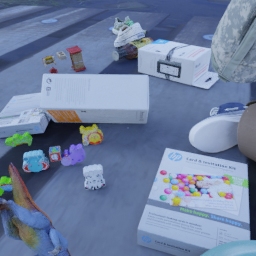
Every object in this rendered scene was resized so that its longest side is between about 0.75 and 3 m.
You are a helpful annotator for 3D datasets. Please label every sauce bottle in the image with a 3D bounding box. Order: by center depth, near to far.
[{"bbox_3d":[0.256,-3.497,12.519,0.736,0.736,2.231,28,41,35],"label":"sauce bottle"}]

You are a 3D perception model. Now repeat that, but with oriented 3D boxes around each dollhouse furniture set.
[{"bbox_3d":[-2.554,-2.622,11.163,1.585,0.853,0.645,-21,39,-19],"label":"dollhouse furniture set"}]

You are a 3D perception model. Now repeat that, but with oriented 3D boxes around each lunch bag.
[{"bbox_3d":[3.025,-2.351,6.025,1.804,2.589,2.172,37,52,13],"label":"lunch bag"}]

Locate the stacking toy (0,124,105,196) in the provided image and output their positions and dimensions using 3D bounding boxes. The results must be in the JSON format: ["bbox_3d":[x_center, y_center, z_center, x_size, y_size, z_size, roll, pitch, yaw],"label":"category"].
[{"bbox_3d":[-1.708,0.717,6.437,2.401,0.564,1.810,-7,33,-7],"label":"stacking toy"}]

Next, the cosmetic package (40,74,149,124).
[{"bbox_3d":[-0.815,-0.748,7.608,2.719,1.379,0.969,1,76,2],"label":"cosmetic package"}]

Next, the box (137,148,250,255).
[{"bbox_3d":[1.358,1.396,5.416,1.803,0.476,2.313,11,34,16],"label":"box"}]

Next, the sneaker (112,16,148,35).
[{"bbox_3d":[0.060,-5.567,15.376,2.246,0.995,0.864,19,38,26],"label":"sneaker"}]

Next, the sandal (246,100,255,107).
[{"bbox_3d":[4.335,-0.507,8.287,1.630,0.666,0.445,6,12,21],"label":"sandal"}]

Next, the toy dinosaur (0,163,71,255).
[{"bbox_3d":[-0.678,0.937,2.447,1.104,0.639,1.217,36,39,-24],"label":"toy dinosaur"}]

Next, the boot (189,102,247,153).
[{"bbox_3d":[2.455,-0.097,7.421,2.562,0.932,1.158,-8,26,-25],"label":"boot"}]

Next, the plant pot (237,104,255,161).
[{"bbox_3d":[3.566,0.201,6.060,2.240,2.240,1.954,-27,23,-34],"label":"plant pot"}]

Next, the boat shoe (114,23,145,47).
[{"bbox_3d":[-0.054,-4.351,13.038,0.823,0.811,2.322,-24,14,-22],"label":"boat shoe"}]

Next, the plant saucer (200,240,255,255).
[{"bbox_3d":[1.711,2.475,3.244,2.571,0.462,2.571,-8,44,8],"label":"plant saucer"}]

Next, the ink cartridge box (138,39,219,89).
[{"bbox_3d":[2.060,-2.556,10.862,2.945,0.999,1.708,20,39,28],"label":"ink cartridge box"}]

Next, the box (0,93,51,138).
[{"bbox_3d":[-2.911,-0.438,8.075,1.447,0.382,1.856,-7,34,5],"label":"box"}]
